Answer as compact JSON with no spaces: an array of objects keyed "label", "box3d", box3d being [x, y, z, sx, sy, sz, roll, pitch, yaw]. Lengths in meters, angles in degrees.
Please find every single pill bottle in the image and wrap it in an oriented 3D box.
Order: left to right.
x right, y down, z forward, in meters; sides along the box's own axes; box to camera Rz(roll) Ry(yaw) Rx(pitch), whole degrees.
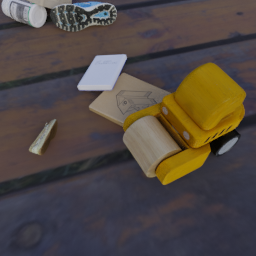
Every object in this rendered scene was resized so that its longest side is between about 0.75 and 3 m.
[{"label":"pill bottle","box3d":[-3.894,-4.381,10.477,1.524,0.862,0.862,25,54,19]}]

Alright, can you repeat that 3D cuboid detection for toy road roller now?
[{"label":"toy road roller","box3d":[1.301,-0.221,6.069,2.649,1.934,1.628,-23,58,-21]}]

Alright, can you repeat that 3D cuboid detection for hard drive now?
[{"label":"hard drive","box3d":[-0.742,-1.687,8.427,1.051,0.202,1.592,2,46,19]}]

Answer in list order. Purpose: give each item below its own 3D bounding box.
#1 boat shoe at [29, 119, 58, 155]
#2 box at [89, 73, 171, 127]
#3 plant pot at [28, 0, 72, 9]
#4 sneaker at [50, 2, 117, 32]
[{"label":"boat shoe","box3d":[-2.034,0.174,6.843,0.336,0.393,1.071,12,46,8]},{"label":"box","box3d":[0.259,-0.641,7.684,2.077,0.221,1.698,27,55,21]},{"label":"plant pot","box3d":[-3.087,-5.397,10.534,1.638,1.452,1.640,29,23,23]},{"label":"sneaker","box3d":[-1.687,-4.231,10.510,2.403,0.942,1.081,-7,33,-13]}]
